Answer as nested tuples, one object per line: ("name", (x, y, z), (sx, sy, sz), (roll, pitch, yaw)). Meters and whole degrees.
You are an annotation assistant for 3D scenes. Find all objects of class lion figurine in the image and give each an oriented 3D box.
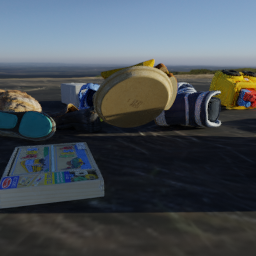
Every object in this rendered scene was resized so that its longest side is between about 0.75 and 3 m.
("lion figurine", (-3.195, -0.574, 7.797), (1.636, 0.968, 2.671), (9, 4, -16))

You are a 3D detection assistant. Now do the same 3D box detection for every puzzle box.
("puzzle box", (-1.097, 0.570, 4.038), (1.212, 0.232, 1.822), (-4, 13, -15))

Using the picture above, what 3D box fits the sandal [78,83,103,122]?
("sandal", (-0.976, -0.867, 8.816), (1.011, 1.107, 2.543), (-1, 10, 2))

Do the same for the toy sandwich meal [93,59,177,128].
("toy sandwich meal", (0.151, -0.759, 6.082), (1.902, 1.902, 0.651), (-3, 49, -15))

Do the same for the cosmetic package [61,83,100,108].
("cosmetic package", (-2.011, -1.418, 11.839), (1.157, 0.977, 2.166), (-5, 10, -26))

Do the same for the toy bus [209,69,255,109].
("toy bus", (4.503, -1.332, 10.723), (2.090, 1.418, 2.006), (-1, 25, -18))

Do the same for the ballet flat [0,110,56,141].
("ballet flat", (-2.271, -0.050, 6.190), (1.921, 0.647, 0.612), (8, -16, 23))

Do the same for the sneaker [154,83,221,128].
("sneaker", (1.953, -0.710, 8.059), (1.596, 1.031, 2.942), (1, 18, 27))

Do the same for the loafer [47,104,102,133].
("loafer", (-1.452, -0.309, 7.186), (1.792, 0.648, 0.652), (5, 14, 25))
